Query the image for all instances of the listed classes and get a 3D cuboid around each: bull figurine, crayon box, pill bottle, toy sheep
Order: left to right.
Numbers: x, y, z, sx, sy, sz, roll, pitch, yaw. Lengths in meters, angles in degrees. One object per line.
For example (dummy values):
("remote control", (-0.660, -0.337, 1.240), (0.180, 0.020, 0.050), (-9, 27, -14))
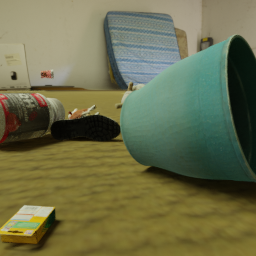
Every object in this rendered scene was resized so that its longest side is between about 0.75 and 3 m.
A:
("pill bottle", (-3.461, -0.383, 9.206), (1.538, 1.538, 2.779), (6, 10, 32))
("crayon box", (-1.336, 1.301, 3.738), (0.483, 0.198, 0.768), (1, 9, 6))
("bull figurine", (-1.933, -0.472, 11.820), (1.368, 0.734, 2.254), (-23, 16, 1))
("toy sheep", (0.616, -1.301, 13.756), (2.810, 1.938, 1.938), (-7, 12, -27))

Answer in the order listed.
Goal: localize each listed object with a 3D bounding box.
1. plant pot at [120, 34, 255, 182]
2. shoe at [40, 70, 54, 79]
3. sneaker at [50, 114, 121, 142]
("plant pot", (1.337, -0.163, 5.874), (2.548, 2.712, 2.712), (-12, 1, 38))
("shoe", (-2.844, -1.869, 9.809), (0.397, 0.312, 0.872), (-5, 8, -22))
("sneaker", (-1.368, -0.052, 9.619), (2.333, 0.884, 1.022), (1, 6, 7))
